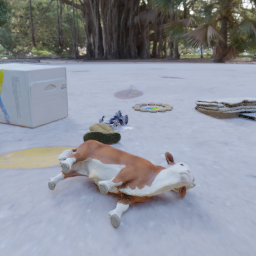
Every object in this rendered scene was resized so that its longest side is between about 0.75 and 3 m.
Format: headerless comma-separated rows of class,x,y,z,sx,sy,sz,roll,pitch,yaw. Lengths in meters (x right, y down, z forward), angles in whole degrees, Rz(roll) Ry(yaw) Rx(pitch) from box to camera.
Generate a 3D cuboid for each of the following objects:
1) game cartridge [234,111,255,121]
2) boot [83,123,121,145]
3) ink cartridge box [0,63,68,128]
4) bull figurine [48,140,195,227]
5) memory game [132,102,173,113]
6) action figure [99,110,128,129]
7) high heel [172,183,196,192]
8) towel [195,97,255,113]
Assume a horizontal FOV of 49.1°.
game cartridge,4.535,-0.444,10.266,0.678,0.206,1.017,-14,21,-32
boot,-0.875,0.152,7.903,1.092,0.412,1.246,3,13,-25
ink cartridge box,-3.732,-1.254,9.948,2.625,1.899,1.908,8,18,26
bull figurine,-0.160,0.814,4.813,2.491,0.811,1.512,12,20,35
memory game,1.050,-0.893,11.939,1.764,0.112,1.764,0,16,0
action figure,-0.528,-0.217,9.111,0.794,0.423,1.221,18,27,32
high heel,0.890,0.942,5.273,0.811,0.290,0.578,-3,20,23
towel,4.304,-0.964,11.096,2.921,0.504,1.936,-5,9,-19
